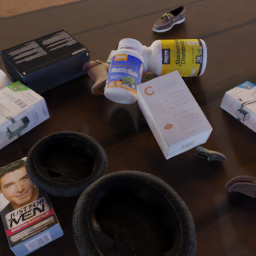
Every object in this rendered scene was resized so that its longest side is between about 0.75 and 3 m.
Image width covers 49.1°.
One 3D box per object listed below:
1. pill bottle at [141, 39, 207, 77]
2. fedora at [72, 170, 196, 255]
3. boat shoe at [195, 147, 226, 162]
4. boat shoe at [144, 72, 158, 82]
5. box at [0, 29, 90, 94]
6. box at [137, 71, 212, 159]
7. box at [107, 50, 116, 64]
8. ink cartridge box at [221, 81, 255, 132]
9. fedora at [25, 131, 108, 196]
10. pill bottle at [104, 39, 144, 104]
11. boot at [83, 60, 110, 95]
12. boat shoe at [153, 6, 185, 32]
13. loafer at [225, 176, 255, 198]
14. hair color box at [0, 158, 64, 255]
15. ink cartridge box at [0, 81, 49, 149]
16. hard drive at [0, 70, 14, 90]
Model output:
[{"bbox_3d":[1.592,-2.595,10.490,2.418,1.354,1.354,-2,47,-1],"label":"pill bottle"},{"bbox_3d":[0.112,2.239,6.021,2.647,1.209,2.647,1,49,-1],"label":"fedora"},{"bbox_3d":[2.337,0.813,8.022,0.879,0.314,0.289,20,59,19],"label":"boat shoe"},{"bbox_3d":[0.837,-1.761,9.901,0.393,1.091,0.371,-47,60,14],"label":"boat shoe"},{"bbox_3d":[-3.034,-2.508,10.585,2.689,1.060,1.898,-30,54,-26],"label":"box"},{"bbox_3d":[1.269,-0.394,8.171,1.317,1.032,2.118,-22,66,-6],"label":"box"},{"bbox_3d":[-0.275,-2.636,11.135,0.970,0.469,0.855,8,47,8],"label":"box"},{"bbox_3d":[4.100,-0.694,9.160,1.181,0.693,1.613,-27,51,-24],"label":"ink cartridge box"},{"bbox_3d":[-1.554,1.064,7.307,2.103,0.961,2.103,0,47,0],"label":"fedora"},{"bbox_3d":[-0.076,-1.934,9.462,1.125,1.125,2.008,8,75,7],"label":"pill bottle"},{"bbox_3d":[-1.139,-1.903,10.217,1.303,0.626,1.782,37,38,14],"label":"boot"},{"bbox_3d":[1.993,-5.269,13.498,2.167,0.645,0.779,-35,56,-28],"label":"boat shoe"},{"bbox_3d":[3.173,1.531,7.204,1.281,0.468,0.455,-2,46,-1],"label":"loafer"},{"bbox_3d":[-2.507,1.814,6.803,1.084,0.664,2.189,-23,50,-20],"label":"hair color box"},{"bbox_3d":[-3.791,-0.425,8.778,1.480,0.852,2.027,33,55,27],"label":"ink cartridge box"},{"bbox_3d":[-4.780,-1.535,10.276,1.033,0.206,1.566,-33,55,-27],"label":"hard drive"}]
